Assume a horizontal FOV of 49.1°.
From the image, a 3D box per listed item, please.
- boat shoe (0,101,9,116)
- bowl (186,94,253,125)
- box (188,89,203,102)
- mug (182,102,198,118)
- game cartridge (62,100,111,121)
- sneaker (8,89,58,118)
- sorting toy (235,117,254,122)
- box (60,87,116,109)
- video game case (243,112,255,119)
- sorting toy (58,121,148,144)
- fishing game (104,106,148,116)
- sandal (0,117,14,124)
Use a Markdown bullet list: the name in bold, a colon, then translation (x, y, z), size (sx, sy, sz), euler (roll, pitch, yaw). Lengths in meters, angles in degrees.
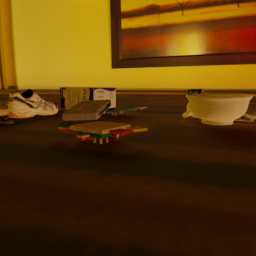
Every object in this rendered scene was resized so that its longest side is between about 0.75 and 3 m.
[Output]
- **boat shoe**: translation (-5.952, -0.910, 13.092), size (0.878, 0.826, 2.305), euler (13, 10, 3)
- **bowl**: translation (3.458, -0.733, 10.825), size (2.458, 1.105, 2.458), euler (0, 10, 0)
- **box**: translation (3.583, -1.456, 14.845), size (0.640, 1.217, 1.486), euler (3, 9, 20)
- **mug**: translation (2.977, -0.833, 12.487), size (1.254, 0.926, 1.099), euler (-32, 6, -9)
- **game cartridge**: translation (-1.740, -0.787, 12.204), size (1.530, 0.453, 2.360), euler (-5, 17, 13)
- **sneaker**: translation (-4.347, -1.211, 13.247), size (1.103, 1.278, 2.916), euler (2, 8, 23)
- **sorting toy**: translation (4.661, -0.388, 11.638), size (0.883, 0.161, 0.818), euler (0, 9, 4)
- **box**: translation (-2.301, -1.749, 16.361), size (2.451, 1.286, 2.254), euler (5, 10, 31)
- **video game case**: translation (6.029, -0.597, 12.921), size (1.248, 0.152, 1.745), euler (0, 10, 5)
- **sorting toy**: translation (-0.693, 0.123, 7.731), size (2.509, 0.424, 1.210), euler (6, 11, 35)
- **fishing game**: translation (-0.312, -0.769, 13.445), size (2.386, 0.371, 1.709), euler (-5, 7, 18)
- **sandal**: translation (-4.931, -0.311, 10.719), size (1.120, 0.306, 0.458), euler (1, 10, 6)
